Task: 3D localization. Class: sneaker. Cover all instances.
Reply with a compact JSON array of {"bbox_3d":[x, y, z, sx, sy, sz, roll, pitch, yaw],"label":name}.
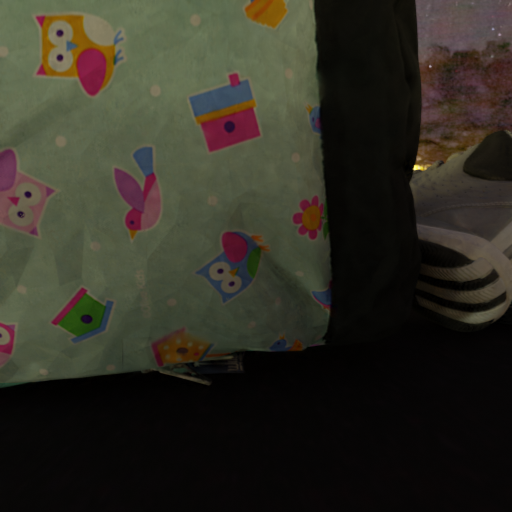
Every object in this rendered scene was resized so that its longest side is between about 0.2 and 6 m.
[{"bbox_3d":[1.539,-0.498,5.588,1.904,1.237,3.296,-37,31,-15],"label":"sneaker"}]

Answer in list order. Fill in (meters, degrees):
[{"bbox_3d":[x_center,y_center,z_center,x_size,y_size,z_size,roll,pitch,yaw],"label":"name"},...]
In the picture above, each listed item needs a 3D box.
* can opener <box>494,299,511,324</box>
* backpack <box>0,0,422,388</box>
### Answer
[{"bbox_3d":[2.688,0.351,4.436,1.996,0.785,0.633,5,-34,47],"label":"can opener"},{"bbox_3d":[-0.873,-0.598,3.515,3.587,2.993,2.270,-6,13,-2],"label":"backpack"}]
